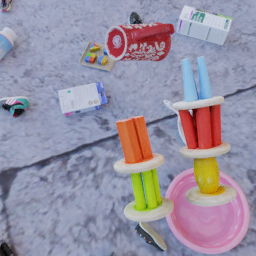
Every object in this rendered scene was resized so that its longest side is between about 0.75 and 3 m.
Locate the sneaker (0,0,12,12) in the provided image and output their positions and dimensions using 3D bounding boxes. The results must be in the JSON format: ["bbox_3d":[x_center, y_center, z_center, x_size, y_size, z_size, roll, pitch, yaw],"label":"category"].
[{"bbox_3d":[-5.318,-5.453,12.083,0.432,0.400,1.071,-3,64,-2],"label":"sneaker"}]

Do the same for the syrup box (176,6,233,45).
[{"bbox_3d":[3.010,-4.099,11.190,1.978,0.806,0.779,19,64,8],"label":"syrup box"}]

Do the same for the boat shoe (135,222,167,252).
[{"bbox_3d":[0.647,3.100,7.912,1.040,0.380,0.326,41,106,8],"label":"boat shoe"}]

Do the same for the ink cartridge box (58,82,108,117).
[{"bbox_3d":[-1.588,-1.038,9.939,1.630,0.342,0.972,-14,65,-4],"label":"ink cartridge box"}]

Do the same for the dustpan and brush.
[{"bbox_3d":[1.967,-0.243,9.407,2.002,0.573,1.397,38,70,17],"label":"dustpan and brush"}]

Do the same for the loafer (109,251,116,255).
[{"bbox_3d":[0.268,4.081,7.162,2.291,0.834,0.828,28,63,12],"label":"loafer"}]

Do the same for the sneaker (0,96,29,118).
[{"bbox_3d":[-4.051,-0.667,9.684,1.208,0.505,0.729,-9,55,-6],"label":"sneaker"}]

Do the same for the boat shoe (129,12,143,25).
[{"bbox_3d":[0.387,-4.182,11.407,0.579,0.478,1.687,-9,64,-4],"label":"boat shoe"}]

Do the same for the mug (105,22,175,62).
[{"bbox_3d":[0.316,-2.337,7.223,1.552,1.378,1.035,-16,62,-40],"label":"mug"}]

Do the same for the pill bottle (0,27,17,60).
[{"bbox_3d":[-4.924,-3.213,10.790,0.736,0.736,1.353,25,66,12],"label":"pill bottle"}]

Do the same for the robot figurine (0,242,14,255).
[{"bbox_3d":[-3.686,3.593,7.363,0.882,1.062,1.414,-43,69,4],"label":"robot figurine"}]

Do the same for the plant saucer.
[{"bbox_3d":[2.220,2.351,8.111,2.393,0.606,2.393,0,64,-1],"label":"plant saucer"}]

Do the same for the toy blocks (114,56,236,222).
[{"bbox_3d":[0.815,0.159,5.551,2.374,1.035,2.849,-10,95,-7],"label":"toy blocks"}]

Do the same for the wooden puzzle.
[{"bbox_3d":[-1.100,-2.841,10.846,1.299,0.301,1.203,16,64,8],"label":"wooden puzzle"}]
